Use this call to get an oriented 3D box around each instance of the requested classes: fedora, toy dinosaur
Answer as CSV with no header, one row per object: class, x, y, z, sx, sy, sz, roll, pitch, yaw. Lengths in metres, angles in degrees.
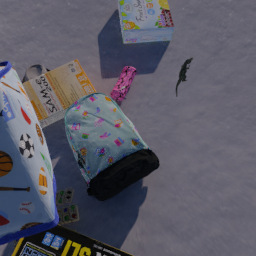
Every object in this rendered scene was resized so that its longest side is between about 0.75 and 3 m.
fedora,-2.813,-1.520,8.627,1.036,0.529,1.171,3,62,2
toy dinosaur,1.374,-1.317,7.000,0.243,1.024,0.451,22,29,13

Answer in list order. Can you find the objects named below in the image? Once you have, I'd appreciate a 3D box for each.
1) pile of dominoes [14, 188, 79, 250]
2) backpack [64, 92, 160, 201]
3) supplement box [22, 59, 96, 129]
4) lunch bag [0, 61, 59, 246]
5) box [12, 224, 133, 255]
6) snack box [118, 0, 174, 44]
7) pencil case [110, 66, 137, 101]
pile of dominoes,-2.021,2.169,6.823,1.595,0.254,1.243,-12,63,-7
backpack,-0.544,0.323,7.075,2.023,1.534,2.424,-27,66,-13
supplement box,-2.033,-0.961,8.054,1.954,0.719,1.232,-29,83,-14
lunch bag,-2.305,0.199,4.761,1.743,2.393,2.815,-16,23,-7
box,-1.165,3.506,5.826,2.970,0.733,2.372,19,63,9
snack box,0.566,-3.966,9.829,1.714,0.688,2.033,-4,61,-4
pencil case,-0.108,-1.388,8.550,0.521,0.537,1.147,21,64,1
